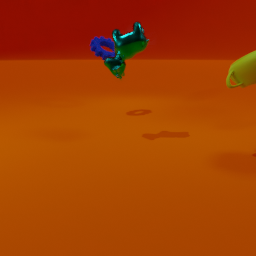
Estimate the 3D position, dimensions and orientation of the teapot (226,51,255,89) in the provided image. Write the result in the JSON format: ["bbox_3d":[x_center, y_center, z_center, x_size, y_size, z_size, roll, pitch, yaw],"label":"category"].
[{"bbox_3d":[2.698,-1.206,5.947,1.471,0.720,0.915,-24,-6,-12],"label":"teapot"}]

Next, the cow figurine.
[{"bbox_3d":[-0.028,-1.914,7.110,1.253,1.233,0.688,-15,-6,15],"label":"cow figurine"}]

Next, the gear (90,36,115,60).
[{"bbox_3d":[-0.759,-2.862,10.153,1.218,0.225,1.218,16,44,-16],"label":"gear"}]
